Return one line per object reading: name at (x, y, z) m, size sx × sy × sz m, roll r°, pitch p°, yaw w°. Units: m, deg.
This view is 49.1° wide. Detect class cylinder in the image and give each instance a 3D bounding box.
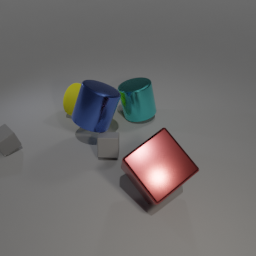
cylinder at (-1.722, -1.055, 11.652) m, size 1.400 × 1.400 × 1.400 m, roll 17°, pitch 36°, yaw 24°
cylinder at (0.394, -1.189, 11.659) m, size 1.400 × 1.400 × 1.400 m, roll -10°, pitch 31°, yaw 6°
cylinder at (-1.124, -0.777, 9.819) m, size 1.400 × 1.400 × 1.400 m, roll 19°, pitch 23°, yaw -8°

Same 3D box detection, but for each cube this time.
cube at (-4.304, 0.425, 9.800) m, size 0.700 × 0.700 × 0.700 m, roll -39°, pitch 53°, yaw -24°
cube at (-0.664, 0.572, 9.630) m, size 0.700 × 0.700 × 0.700 m, roll 1°, pitch 17°, yaw 1°
cube at (0.776, 1.078, 7.521) m, size 1.400 × 1.400 × 1.400 m, roll -36°, pitch 79°, yaw -12°
